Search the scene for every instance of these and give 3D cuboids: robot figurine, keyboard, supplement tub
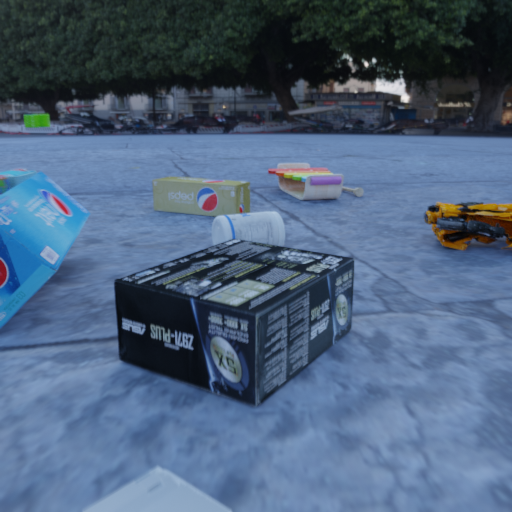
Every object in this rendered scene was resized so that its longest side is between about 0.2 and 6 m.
[{"bbox_3d":[4.755,-0.577,11.109,2.797,0.814,2.028,3,16,9],"label":"robot figurine"},{"bbox_3d":[-1.363,2.022,3.053,0.814,0.154,2.894,19,24,38],"label":"keyboard"},{"bbox_3d":[-0.159,-0.409,10.538,1.209,0.797,0.797,-8,17,-25],"label":"supplement tub"}]

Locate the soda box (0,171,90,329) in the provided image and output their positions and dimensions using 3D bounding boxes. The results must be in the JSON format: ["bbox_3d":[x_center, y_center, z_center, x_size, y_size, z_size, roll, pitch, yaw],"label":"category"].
[{"bbox_3d":[-3.505,-0.240,8.348,1.235,1.168,3.642,-46,17,4],"label":"soda box"}]

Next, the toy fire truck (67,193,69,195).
[{"bbox_3d":[-4.810,-1.045,13.397,1.071,0.601,0.900,-10,37,-28],"label":"toy fire truck"}]

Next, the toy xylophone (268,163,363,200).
[{"bbox_3d":[1.867,-2.325,17.440,2.333,0.801,3.187,-6,17,-22],"label":"toy xylophone"}]

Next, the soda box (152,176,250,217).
[{"bbox_3d":[-1.436,-1.541,14.498,2.527,0.856,0.809,7,17,25],"label":"soda box"}]

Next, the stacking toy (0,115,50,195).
[{"bbox_3d":[-4.564,-1.193,9.641,0.726,2.329,3.089,6,19,22],"label":"stacking toy"}]

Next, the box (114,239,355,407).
[{"bbox_3d":[-0.157,0.597,6.512,1.869,0.983,2.282,9,18,31],"label":"box"}]
